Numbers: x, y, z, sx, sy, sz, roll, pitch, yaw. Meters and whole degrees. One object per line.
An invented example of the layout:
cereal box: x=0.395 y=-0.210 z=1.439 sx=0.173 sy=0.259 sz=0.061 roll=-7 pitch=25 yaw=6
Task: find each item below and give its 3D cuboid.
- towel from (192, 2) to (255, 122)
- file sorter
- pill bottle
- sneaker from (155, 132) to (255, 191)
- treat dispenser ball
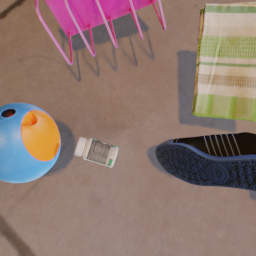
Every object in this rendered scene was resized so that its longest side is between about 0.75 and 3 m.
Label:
towel: x=2.612 y=-1.553 z=6.623 sx=2.052 sy=0.422 sz=2.751 roll=7 pitch=98 yaw=24
file sorter: x=-0.655 y=-3.145 z=7.164 sx=2.871 sy=1.995 sz=1.800 roll=-18 pitch=56 yaw=8
pill bottle: x=-0.778 y=0.583 z=6.889 sx=0.981 sy=0.555 sz=0.555 roll=18 pitch=71 yaw=-7
sneaker: x=1.957 y=0.593 z=5.855 sx=2.809 sy=0.985 sz=1.094 roll=7 pitch=28 yaw=41
treat dispenser ball: x=-2.403 y=0.325 z=6.225 sx=1.768 sy=1.768 sz=1.768 roll=0 pitch=71 yaw=0
